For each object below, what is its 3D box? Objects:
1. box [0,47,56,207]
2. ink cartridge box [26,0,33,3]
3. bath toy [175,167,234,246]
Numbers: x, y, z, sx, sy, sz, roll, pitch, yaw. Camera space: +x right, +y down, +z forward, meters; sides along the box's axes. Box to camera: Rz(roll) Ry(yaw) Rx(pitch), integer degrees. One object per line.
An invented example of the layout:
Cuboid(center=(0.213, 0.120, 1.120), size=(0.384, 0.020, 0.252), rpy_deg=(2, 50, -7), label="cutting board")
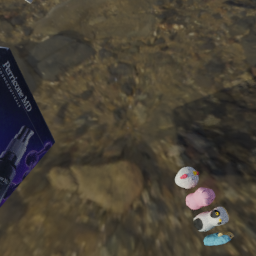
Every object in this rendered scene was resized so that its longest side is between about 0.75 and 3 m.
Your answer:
Cuboid(center=(-2.717, 0.301, 4.154), size=(1.451, 2.058, 2.781), rpy_deg=(12, 49, 25), label="box")
Cuboid(center=(-2.811, -3.569, 6.550), size=(0.475, 1.027, 1.885), rpy_deg=(-55, 41, 14), label="ink cartridge box")
Cuboid(center=(1.057, 1.068, 4.002), size=(0.501, 0.425, 1.151), rpy_deg=(-28, 68, 8), label="bath toy")
